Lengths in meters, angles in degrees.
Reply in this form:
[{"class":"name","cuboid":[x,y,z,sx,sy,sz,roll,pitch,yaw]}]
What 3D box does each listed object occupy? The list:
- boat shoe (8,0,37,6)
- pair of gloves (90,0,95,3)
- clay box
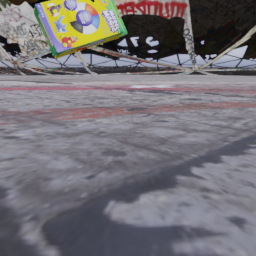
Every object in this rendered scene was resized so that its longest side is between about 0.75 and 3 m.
[{"class":"boat shoe","cuboid":[-3.281,-4.422,8.625,2.680,0.982,0.840,25,70,37]},{"class":"pair of gloves","cuboid":[-0.587,-3.450,6.623,0.116,0.934,0.832,37,-27,0]},{"class":"clay box","cuboid":[-1.309,-3.296,8.626,2.648,1.521,0.630,-26,4,-22]}]
